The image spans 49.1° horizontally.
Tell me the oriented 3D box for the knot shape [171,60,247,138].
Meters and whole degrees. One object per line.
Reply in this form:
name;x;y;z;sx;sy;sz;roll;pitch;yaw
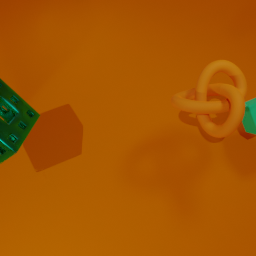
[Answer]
knot shape;2.000;-0.768;6.356;1.772;0.819;1.658;34;80;36

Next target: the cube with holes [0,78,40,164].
cube with holes;-2.968;-0.049;5.877;1.313;1.313;1.313;-30;27;26

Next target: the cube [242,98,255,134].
cube;3.377;-0.347;7.102;0.777;0.777;0.777;-23;95;1
